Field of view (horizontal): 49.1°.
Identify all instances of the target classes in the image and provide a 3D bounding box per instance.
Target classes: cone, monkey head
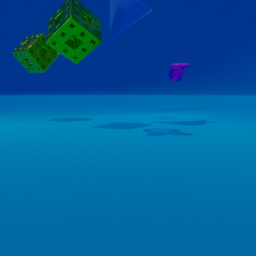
[{"bbox_3d":[-0.246,-3.630,9.362,1.540,1.546,1.540,27,21,-12],"label":"cone"},{"bbox_3d":[1.804,-1.975,9.883,0.732,0.613,1.017,-3,21,25],"label":"monkey head"}]

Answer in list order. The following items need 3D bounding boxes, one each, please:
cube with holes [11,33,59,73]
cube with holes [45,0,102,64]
[{"bbox_3d":[-3.477,-2.806,10.559,1.014,1.014,1.014,8,56,38],"label":"cube with holes"},{"bbox_3d":[-1.650,-2.978,8.576,1.174,1.174,1.174,-31,-42,30],"label":"cube with holes"}]
